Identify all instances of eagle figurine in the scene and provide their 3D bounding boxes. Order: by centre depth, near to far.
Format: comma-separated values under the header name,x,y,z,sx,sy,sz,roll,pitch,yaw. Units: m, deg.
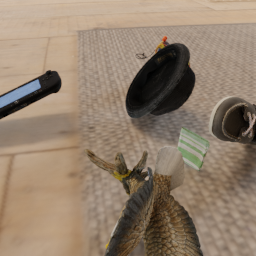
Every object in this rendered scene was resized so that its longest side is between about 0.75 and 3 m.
name,x,y,z,sx,sy,sz,roll,pitch,yaw
eagle figurine,0.246,1.418,4.206,1.800,1.790,2.372,3,23,-15

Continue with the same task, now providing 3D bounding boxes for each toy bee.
name,x,y,z,sx,sy,sz,roll,pitch,yaw
toy bee,1.360,-2.603,9.870,1.958,1.065,1.282,8,42,-11

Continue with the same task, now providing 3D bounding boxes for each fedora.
name,x,y,z,sx,sy,sz,roll,pitch,yaw
fedora,0.986,-1.072,7.514,1.060,2.322,2.322,30,24,-27

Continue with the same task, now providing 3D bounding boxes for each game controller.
name,x,y,z,sx,sy,sz,roll,pitch,yaw
game controller,-2.803,-0.769,7.154,2.381,0.501,1.242,-29,25,-7

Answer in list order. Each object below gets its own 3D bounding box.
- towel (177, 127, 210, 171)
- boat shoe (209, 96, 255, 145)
name,x,y,z,sx,sy,sz,roll,pitch,yaw
towel,1.352,0.466,5.955,0.677,0.887,0.104,32,50,27
boat shoe,2.620,-0.100,5.956,0.791,0.928,2.777,17,7,39
